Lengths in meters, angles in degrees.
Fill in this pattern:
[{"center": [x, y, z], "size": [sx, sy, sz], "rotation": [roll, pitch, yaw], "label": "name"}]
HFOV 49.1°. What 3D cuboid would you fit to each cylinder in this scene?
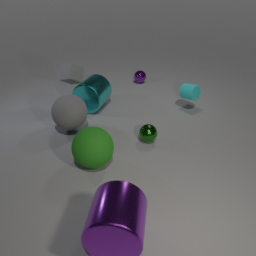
[{"center": [-1.635, -1.581, 12.848], "size": [1.400, 1.400, 1.400], "rotation": [10, 33, 16], "label": "cylinder"}, {"center": [2.816, -1.642, 12.720], "size": [0.700, 0.700, 0.700], "rotation": [-25, 30, -34], "label": "cylinder"}, {"center": [-0.276, 2.238, 6.752], "size": [1.400, 1.400, 1.400], "rotation": [4, 32, 6], "label": "cylinder"}]

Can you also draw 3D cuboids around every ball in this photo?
[{"center": [0.672, -2.853, 15.588], "size": [0.700, 0.700, 0.700], "rotation": [0, 32, 0], "label": "ball"}, {"center": [-2.300, -0.625, 11.028], "size": [1.400, 1.400, 1.400], "rotation": [0, 32, 0], "label": "ball"}, {"center": [0.768, 0.194, 10.650], "size": [0.700, 0.700, 0.700], "rotation": [0, 32, 0], "label": "ball"}, {"center": [-1.166, 0.646, 9.292], "size": [1.400, 1.400, 1.400], "rotation": [0, 32, 0], "label": "ball"}]

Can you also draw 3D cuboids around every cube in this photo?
[{"center": [-2.423, -2.324, 12.041], "size": [0.700, 0.700, 0.700], "rotation": [0, -6, 36], "label": "cube"}]
